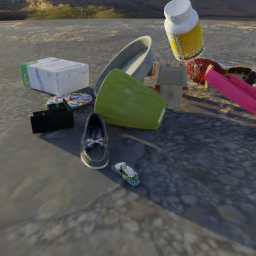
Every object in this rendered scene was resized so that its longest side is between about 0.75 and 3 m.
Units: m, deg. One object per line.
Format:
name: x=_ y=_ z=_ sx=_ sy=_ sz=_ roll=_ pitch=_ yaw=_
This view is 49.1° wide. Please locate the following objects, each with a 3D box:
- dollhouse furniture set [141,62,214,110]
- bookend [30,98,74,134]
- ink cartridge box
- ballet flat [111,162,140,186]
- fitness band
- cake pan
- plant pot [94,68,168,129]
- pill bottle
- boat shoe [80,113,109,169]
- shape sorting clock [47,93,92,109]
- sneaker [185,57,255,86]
dollhouse furniture set: x=1.703 y=-1.710 z=10.724 sx=2.895 sy=1.491 sz=2.864 roll=6 pitch=15 yaw=11
bookend: x=-2.352 y=-0.393 z=8.465 sx=1.194 sy=0.553 sz=1.201 roll=-10 pitch=27 yaw=-20
ink cartridge box: x=-3.026 y=-2.201 z=11.693 sx=2.358 sy=0.990 sz=1.707 roll=18 pitch=31 yaw=33
ballet flat: x=-0.054 y=0.912 z=6.051 sx=0.329 sy=0.329 sz=0.887 roll=-20 pitch=32 yaw=-35
fitness band: x=3.734 y=-1.226 z=9.439 sx=2.539 sy=0.475 sz=1.824 roll=40 pitch=31 yaw=21
cake pan: x=-0.089 y=-2.107 z=10.230 sx=2.877 sy=0.528 sz=2.877 roll=-36 pitch=30 yaw=25
plant pot: x=0.190 y=-0.652 z=8.122 sx=1.745 sy=1.632 sz=1.632 roll=24 pitch=32 yaw=14
pill bottle: x=2.079 y=-3.611 z=10.415 sx=1.222 sy=2.174 sz=1.222 roll=-11 pitch=57 yaw=18
boat shoe: x=-0.859 y=0.250 z=7.072 sx=0.700 sy=0.596 sz=2.093 roll=-3 pitch=26 yaw=-7
shape sorting clock: x=-2.087 y=-1.016 z=10.038 sx=1.569 sy=0.308 sz=1.569 roll=0 pitch=26 yaw=0
sneaker: x=3.915 y=-2.367 z=12.125 sx=2.978 sy=1.159 sz=1.223 roll=16 pitch=24 yaw=11
